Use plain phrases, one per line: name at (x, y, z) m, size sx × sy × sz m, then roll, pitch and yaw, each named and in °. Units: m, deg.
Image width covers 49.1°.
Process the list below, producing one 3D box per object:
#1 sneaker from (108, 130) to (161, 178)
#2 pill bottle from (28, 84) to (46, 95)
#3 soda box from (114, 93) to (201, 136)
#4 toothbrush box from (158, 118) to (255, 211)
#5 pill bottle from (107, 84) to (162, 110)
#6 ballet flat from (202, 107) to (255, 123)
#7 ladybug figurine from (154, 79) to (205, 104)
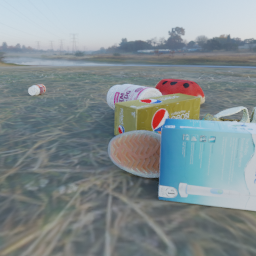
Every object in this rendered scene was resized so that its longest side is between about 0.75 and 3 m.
sneaker at (0.948, 0.511, 5.798) m, size 2.643 × 0.943 × 1.056 m, roll 2°, pitch 0°, yaw 15°
pill bottle at (-5.108, -2.134, 15.714) m, size 0.563 × 0.563 × 1.028 m, roll 3°, pitch 15°, yaw 12°
soda box at (0.992, -0.399, 8.588) m, size 2.938 × 0.995 × 0.941 m, roll -14°, pitch 23°, yaw -41°
toothbrush box at (1.428, 0.565, 4.645) m, size 1.748 × 1.280 × 0.746 m, roll 3°, pitch 16°, yaw 13°
pill bottle at (0.187, -0.989, 10.368) m, size 1.205 × 1.205 × 2.125 m, roll -11°, pitch 18°, yaw -35°
ballet flat at (3.328, -0.119, 7.689) m, size 2.955 × 1.045 × 1.045 m, roll -4°, pitch 16°, yaw -15°
ladybug figurine at (2.338, -1.708, 13.193) m, size 2.028 × 1.075 × 2.988 m, roll -11°, pitch 19°, yaw -36°
